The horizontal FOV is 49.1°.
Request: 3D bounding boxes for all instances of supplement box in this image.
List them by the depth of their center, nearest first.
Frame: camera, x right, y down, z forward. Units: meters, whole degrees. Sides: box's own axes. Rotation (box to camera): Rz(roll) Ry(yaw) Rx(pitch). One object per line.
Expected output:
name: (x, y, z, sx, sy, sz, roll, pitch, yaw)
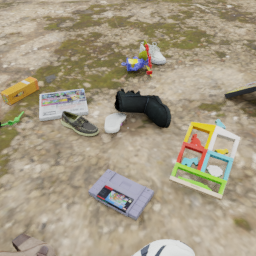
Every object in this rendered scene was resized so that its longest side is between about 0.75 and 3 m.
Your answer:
supplement box: (-4.970, -1.734, 12.950, 0.590, 0.571, 1.715, 22, 44, 25)

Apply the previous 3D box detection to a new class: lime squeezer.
lime squeezer: (-4.752, -0.311, 11.475, 1.212, 0.229, 0.428, -35, 61, -24)

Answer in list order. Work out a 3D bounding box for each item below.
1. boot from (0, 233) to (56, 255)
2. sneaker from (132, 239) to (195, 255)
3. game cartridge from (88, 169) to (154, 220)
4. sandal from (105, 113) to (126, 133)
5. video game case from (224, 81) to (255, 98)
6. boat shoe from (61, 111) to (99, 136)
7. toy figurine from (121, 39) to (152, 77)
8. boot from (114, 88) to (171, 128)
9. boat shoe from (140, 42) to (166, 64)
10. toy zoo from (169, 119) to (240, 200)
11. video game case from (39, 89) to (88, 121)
boot: (-2.646, 3.496, 6.674, 1.399, 0.672, 1.914, 33, 56, 23)
sneaker: (0.342, 3.371, 5.926, 2.626, 1.048, 1.709, -5, 10, -5)
game cartridge: (-0.222, 2.019, 8.682, 1.751, 0.336, 1.135, 21, 40, 24)
sandal: (-0.551, -0.143, 11.080, 0.774, 0.468, 1.903, 4, 22, 11)
video game case: (5.584, -1.834, 12.446, 1.727, 0.244, 1.911, -23, 6, -25)
boat shoe: (-1.955, -0.205, 11.105, 1.761, 0.579, 0.629, 21, 44, 23)
toy figurine: (0.371, -3.647, 14.758, 1.504, 1.324, 2.511, -7, 39, 0)
boot: (0.521, -0.799, 11.301, 1.907, 0.861, 2.328, 4, 32, -18)
boat shoe: (1.400, -4.374, 15.843, 0.786, 0.907, 2.127, -20, 44, -22)
toy zoo: (2.515, 0.818, 8.941, 1.646, 0.257, 2.508, 19, 68, 16)
video game case: (-2.867, -1.057, 12.411, 2.037, 0.234, 1.856, -9, 41, -9)
